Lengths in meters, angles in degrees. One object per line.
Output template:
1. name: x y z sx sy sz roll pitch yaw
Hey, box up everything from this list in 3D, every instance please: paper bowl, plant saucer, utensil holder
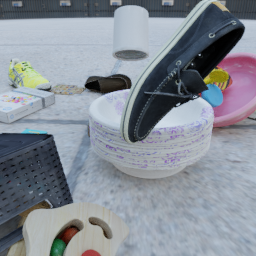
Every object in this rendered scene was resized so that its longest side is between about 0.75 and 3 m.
1. paper bowl: 0.519 0.113 6.792 2.875 1.495 2.875 0 26 0
2. plant saucer: 3.048 -1.123 8.870 2.938 0.745 2.938 -26 39 23
3. utensil holder: 0.125 -3.544 10.641 1.411 1.660 1.411 2 -4 0

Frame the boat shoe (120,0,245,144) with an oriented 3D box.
1. boat shoe: 0.856 -0.805 4.654 0.863 2.771 1.034 40 6 27

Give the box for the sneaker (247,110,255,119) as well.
1. sneaker: 3.765 -1.130 9.663 2.699 1.219 1.055 12 30 26

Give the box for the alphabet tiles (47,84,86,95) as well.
1. alphabet tiles: -2.610 -1.652 12.050 1.459 0.055 1.219 5 26 10

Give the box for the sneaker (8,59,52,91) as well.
1. sneaker: -4.354 -2.199 11.942 2.954 1.129 1.114 22 32 36

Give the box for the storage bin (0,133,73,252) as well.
1. storage bin: -2.360 0.910 4.681 2.579 1.209 1.743 0 19 45

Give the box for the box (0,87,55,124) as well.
1. box: -4.002 -0.893 10.062 1.695 0.448 2.175 14 30 27

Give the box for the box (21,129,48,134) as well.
1. box: -2.734 0.580 7.090 0.686 0.410 1.667 7 27 14

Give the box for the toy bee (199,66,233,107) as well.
1. toy bee: 2.004 -1.139 8.160 1.905 1.582 2.911 -33 13 36

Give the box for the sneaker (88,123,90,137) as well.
1. sneaker: -1.091 0.022 8.364 0.269 0.289 0.765 -8 27 -15

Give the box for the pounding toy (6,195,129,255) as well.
1. pounding toy: -0.870 2.057 3.801 1.540 1.545 2.693 18 26 -30

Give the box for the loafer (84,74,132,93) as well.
1. loafer: -0.869 -1.726 11.525 2.132 0.778 0.760 1 29 25
